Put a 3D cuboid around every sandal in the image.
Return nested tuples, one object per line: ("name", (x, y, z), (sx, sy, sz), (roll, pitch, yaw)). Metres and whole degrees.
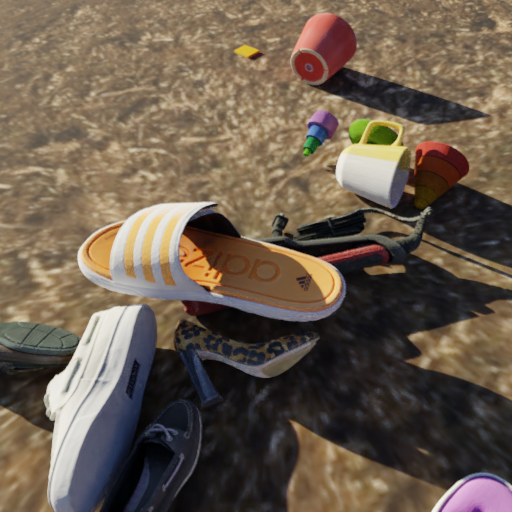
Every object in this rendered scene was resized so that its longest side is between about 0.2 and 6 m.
("sandal", (1.867, 3.099, 5.011), (1.104, 0.667, 2.712), (28, 53, 24))
("sandal", (-0.577, -0.131, 6.901), (3.436, 0.985, 1.316), (9, 47, 12))

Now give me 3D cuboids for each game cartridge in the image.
("game cartridge", (-0.219, -4.646, 12.755), (0.443, 0.072, 0.390), (32, 54, 30))

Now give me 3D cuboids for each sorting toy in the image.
("sorting toy", (2.028, -1.573, 9.488), (2.870, 0.995, 0.988), (24, 76, 20))

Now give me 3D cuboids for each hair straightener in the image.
("hair straightener", (0.679, -0.276, 8.060), (3.825, 0.783, 1.472), (-16, 48, -7))

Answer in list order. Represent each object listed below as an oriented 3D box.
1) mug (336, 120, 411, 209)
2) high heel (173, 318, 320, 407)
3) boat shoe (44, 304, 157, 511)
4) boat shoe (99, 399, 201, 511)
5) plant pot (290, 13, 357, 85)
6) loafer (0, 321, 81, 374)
("mug", (1.921, -1.461, 9.134), (1.008, 0.984, 1.228), (18, 63, 25))
("high heel", (-0.162, 0.993, 7.000), (1.678, 0.599, 1.196), (-24, 59, -10))
("boat shoe", (-1.887, 1.613, 6.327), (0.913, 0.927, 2.616), (-5, 45, 14))
("boat shoe", (-1.090, 2.259, 5.826), (0.648, 0.552, 1.938), (3, 45, 21))
("plant pot", (1.334, -4.239, 11.703), (1.220, 1.220, 1.080), (22, 60, 20))
("loafer", (-3.136, 1.177, 7.008), (1.967, 0.619, 0.707), (9, 16, 3))
